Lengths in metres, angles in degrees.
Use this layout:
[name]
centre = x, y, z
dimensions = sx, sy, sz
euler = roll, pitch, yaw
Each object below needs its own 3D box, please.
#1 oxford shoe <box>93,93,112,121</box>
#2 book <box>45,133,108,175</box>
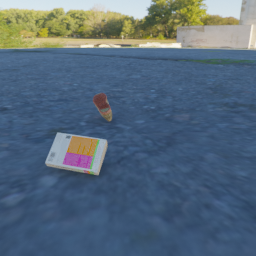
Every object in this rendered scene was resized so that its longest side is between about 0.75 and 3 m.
[oxford shoe]
centre = -0.723, -0.607, 8.013
dimensions = 0.415, 0.432, 1.171
euler = -20, 39, -1
[book]
centre = -0.905, 0.449, 4.973
dimensions = 0.951, 0.228, 0.635
euler = 10, 59, 9
